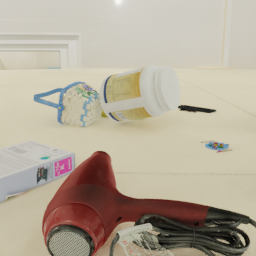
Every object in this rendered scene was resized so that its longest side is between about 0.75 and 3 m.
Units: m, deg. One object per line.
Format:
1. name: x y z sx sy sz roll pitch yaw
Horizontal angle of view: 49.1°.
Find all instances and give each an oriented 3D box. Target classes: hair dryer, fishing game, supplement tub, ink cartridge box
1. hair dryer: 0.108 1.160 3.531 2.273 0.811 2.984 -2 26 -37
2. fishing game: 2.318 0.435 7.277 0.606 0.132 0.847 -5 16 -10
3. supplement tub: 0.392 -1.113 9.111 2.260 1.632 1.632 -6 9 33
4. ink cartridge box: -2.353 0.808 5.140 1.451 0.510 2.432 10 15 35

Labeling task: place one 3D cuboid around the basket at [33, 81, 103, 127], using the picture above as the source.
1. basket: -1.953 -0.924 9.729 2.039 1.418 1.798 15 23 13

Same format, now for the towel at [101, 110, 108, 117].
1. towel: -0.276 -0.685 11.237 2.312 0.263 1.660 4 15 15

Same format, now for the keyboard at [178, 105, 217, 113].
1. keyboard: 2.844 -0.825 11.984 1.617 0.167 1.027 13 20 43
